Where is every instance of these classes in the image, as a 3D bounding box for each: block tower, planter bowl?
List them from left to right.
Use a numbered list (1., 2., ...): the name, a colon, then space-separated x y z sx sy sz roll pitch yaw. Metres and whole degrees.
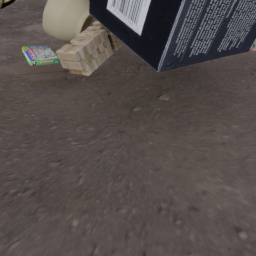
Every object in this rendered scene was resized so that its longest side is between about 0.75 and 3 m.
1. planter bowl: -1.518 -3.121 7.986 1.037 1.541 1.541 31 41 6
2. block tower: -0.598 -2.129 6.650 0.688 0.643 2.380 16 51 35

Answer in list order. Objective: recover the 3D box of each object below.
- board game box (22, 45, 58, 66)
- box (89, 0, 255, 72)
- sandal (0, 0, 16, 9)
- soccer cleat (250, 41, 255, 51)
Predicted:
1. board game box: -2.912 -2.413 9.237 0.888 0.192 1.320 -11 37 -26
2. box: 1.139 -2.510 5.402 2.996 1.563 2.217 -22 55 -36
3. sandal: -3.473 -3.767 7.970 0.730 2.703 1.085 15 -4 -30
4. soccer cleat: 3.395 -2.618 7.034 0.775 1.998 0.692 -21 71 18
